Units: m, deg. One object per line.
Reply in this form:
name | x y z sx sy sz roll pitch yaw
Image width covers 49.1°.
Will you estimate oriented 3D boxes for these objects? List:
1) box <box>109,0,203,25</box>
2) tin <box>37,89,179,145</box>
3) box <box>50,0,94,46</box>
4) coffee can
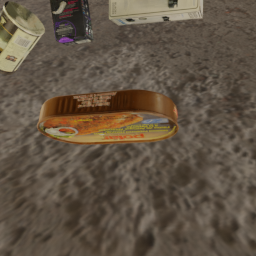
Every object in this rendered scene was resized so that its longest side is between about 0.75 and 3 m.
box | 0.764 -3.680 7.613 2.503 1.460 0.753 1 5 20
tin | -0.363 -0.130 4.896 2.457 1.376 0.514 -3 64 14
box | -1.868 -3.748 9.278 1.067 1.746 0.926 -6 6 11
coffee can | -3.483 -2.628 8.333 1.260 1.722 1.260 37 28 -23
